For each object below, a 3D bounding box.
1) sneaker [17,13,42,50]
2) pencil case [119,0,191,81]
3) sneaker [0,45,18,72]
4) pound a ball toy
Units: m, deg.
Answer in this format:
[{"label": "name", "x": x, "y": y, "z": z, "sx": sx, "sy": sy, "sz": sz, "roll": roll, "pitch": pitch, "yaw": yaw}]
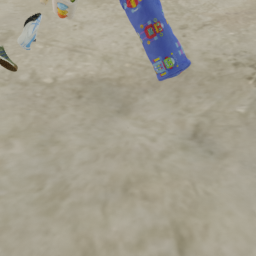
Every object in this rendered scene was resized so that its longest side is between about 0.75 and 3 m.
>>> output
[{"label": "sneaker", "x": -2.051, "y": -2.061, "z": 5.958, "sx": 0.321, "sy": 0.323, "sz": 0.892, "roll": 10, "pitch": 70, "yaw": 28}, {"label": "pencil case", "x": 0.711, "y": -2.509, "z": 7.253, "sx": 0.991, "sy": 2.539, "sz": 1.103, "roll": -24, "pitch": 11, "yaw": 19}, {"label": "sneaker", "x": -3.436, "y": -2.020, "z": 7.635, "sx": 0.366, "sy": 1.093, "sz": 0.491, "roll": -8, "pitch": 64, "yaw": 33}, {"label": "pound a ball toy", "x": -2.221, "y": -4.021, "z": 8.837, "sx": 1.239, "sy": 0.807, "sz": 1.900, "roll": 16, "pitch": 2, "yaw": -16}]
